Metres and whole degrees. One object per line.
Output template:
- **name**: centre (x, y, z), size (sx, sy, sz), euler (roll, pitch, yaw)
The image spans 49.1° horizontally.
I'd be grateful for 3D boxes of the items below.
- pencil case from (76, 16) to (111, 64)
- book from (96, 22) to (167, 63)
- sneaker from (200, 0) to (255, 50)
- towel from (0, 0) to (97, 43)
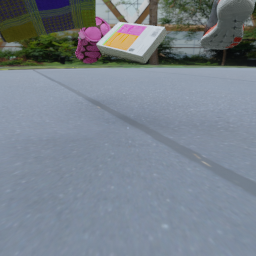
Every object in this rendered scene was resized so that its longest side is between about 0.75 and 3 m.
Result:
- **pencil case**: centre (-1.555, -3.518, 11.537), size (1.236, 1.198, 2.639), euler (-39, 2, -16)
- **book**: centre (0.098, -2.698, 8.610), size (1.863, 0.448, 1.244), euler (24, 70, 38)
- **sneaker**: centre (2.535, -2.876, 7.103), size (0.991, 1.053, 2.572), euler (7, -10, 1)
- **towel**: centre (-1.661, -2.358, 5.582), size (2.144, 0.244, 1.540), euler (-15, -18, -12)
